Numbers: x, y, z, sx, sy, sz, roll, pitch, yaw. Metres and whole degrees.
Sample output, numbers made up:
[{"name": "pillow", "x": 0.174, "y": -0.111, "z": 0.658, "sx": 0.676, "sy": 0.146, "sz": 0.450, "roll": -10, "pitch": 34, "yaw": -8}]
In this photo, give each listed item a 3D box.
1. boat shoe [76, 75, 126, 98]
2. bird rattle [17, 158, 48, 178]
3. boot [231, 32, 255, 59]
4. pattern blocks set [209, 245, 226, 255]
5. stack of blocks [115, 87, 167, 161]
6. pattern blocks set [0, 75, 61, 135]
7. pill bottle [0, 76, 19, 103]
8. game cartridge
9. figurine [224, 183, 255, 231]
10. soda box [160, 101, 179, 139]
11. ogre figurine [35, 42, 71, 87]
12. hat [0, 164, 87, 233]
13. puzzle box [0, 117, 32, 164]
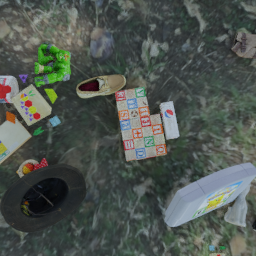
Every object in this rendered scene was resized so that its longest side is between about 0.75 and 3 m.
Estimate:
[{"name": "boat shoe", "x": -1.013, "y": -1.602, "z": 10.552, "sx": 1.929, "sy": 0.640, "sz": 0.714, "roll": -19, "pitch": 82, "yaw": -3}, {"name": "bird rattle", "x": -3.494, "y": 1.540, "z": 10.151, "sx": 1.001, "sy": 0.692, "sz": 1.228, "roll": 31, "pitch": 80, "yaw": 21}, {"name": "boot", "x": 4.752, "y": -3.439, "z": 10.862, "sx": 1.116, "sy": 0.536, "sz": 1.526, "roll": 26, "pitch": 85, "yaw": 2}, {"name": "pattern blocks set", "x": 3.190, "y": 4.777, "z": 9.926, "sx": 1.024, "sy": 0.094, "sz": 1.165, "roll": 10, "pitch": 82, "yaw": 1}, {"name": "stack of blocks", "x": 0.448, "y": -0.152, "z": 10.288, "sx": 1.465, "sy": 0.745, "sz": 2.543, "roll": -10, "pitch": 82, "yaw": -2}, {"name": "pattern blocks set", "x": -3.527, "y": -0.836, "z": 10.177, "sx": 1.961, "sy": 0.181, "sz": 2.231, "roll": -22, "pitch": 111, "yaw": -8}, {"name": "pill bottle", "x": -5.048, "y": -1.438, "z": 10.346, "sx": 1.677, "sy": 1.003, "sz": 1.003, "roll": 2, "pitch": 82, "yaw": 0}, {"name": "game cartridge", "x": 2.674, "y": 2.073, "z": 8.885, "sx": 2.972, "sy": 1.982, "sz": 0.601, "roll": -15, "pitch": 49, "yaw": -23}, {"name": "figurine", "x": 4.460, "y": 2.749, "z": 9.983, "sx": 1.708, "sy": 0.735, "sz": 1.666, "roll": 17, "pitch": 74, "yaw": 3}, {"name": "soda box", "x": 1.544, "y": -0.282, "z": 10.474, "sx": 0.461, "sy": 0.431, "sz": 1.352, "roll": -10, "pitch": 82, "yaw": -1}, {"name": "ogre figurine", "x": -2.774, "y": -2.394, "z": 10.493, "sx": 1.228, "sy": 2.047, "sz": 1.005, "roll": 1, "pitch": 126, "yaw": -10}, {"name": "hat", "x": -2.911, "y": 2.150, "z": 9.640, "sx": 2.858, "sy": 1.153, "sz": 2.858, "roll": -14, "pitch": 123, "yaw": -22}, {"name": "puzzle box", "x": -4.567, "y": 0.445, "z": 10.484, "sx": 1.602, "sy": 0.204, "sz": 1.066, "roll": -41, "pitch": 84, "yaw": -5}]
